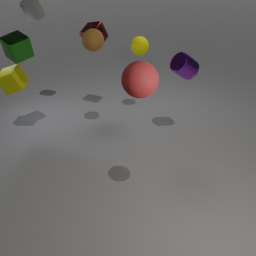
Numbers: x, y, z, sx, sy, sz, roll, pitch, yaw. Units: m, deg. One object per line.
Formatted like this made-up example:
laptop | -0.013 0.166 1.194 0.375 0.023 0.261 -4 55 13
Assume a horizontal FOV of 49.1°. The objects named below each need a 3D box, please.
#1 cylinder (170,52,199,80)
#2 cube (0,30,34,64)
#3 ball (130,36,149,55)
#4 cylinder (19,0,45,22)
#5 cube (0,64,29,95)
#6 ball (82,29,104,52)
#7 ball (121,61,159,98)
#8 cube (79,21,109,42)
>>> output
cylinder | 1.859 -2.036 9.211 0.700 0.700 0.700 22 13 -38
cube | -3.603 -2.631 9.097 0.700 0.700 0.700 35 57 29
ball | 0.443 -3.158 10.766 0.700 0.700 0.700 0 29 0
cylinder | -3.624 -4.506 10.632 0.700 0.700 0.700 -10 47 11
cube | -4.043 -1.701 9.804 0.700 0.700 0.700 -13 40 17
ball | -1.116 -2.804 8.938 0.700 0.700 0.700 0 29 0
ball | 0.224 -0.908 5.265 0.700 0.700 0.700 0 29 0
cube | -1.307 -3.604 10.816 0.700 0.700 0.700 8 55 33
